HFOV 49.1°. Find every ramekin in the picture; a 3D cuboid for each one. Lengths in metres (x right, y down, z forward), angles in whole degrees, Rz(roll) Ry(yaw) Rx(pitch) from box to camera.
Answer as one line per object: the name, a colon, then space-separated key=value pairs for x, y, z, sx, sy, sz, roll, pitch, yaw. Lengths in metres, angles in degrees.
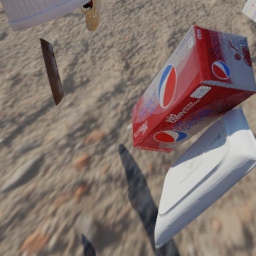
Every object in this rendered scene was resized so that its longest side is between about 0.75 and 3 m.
ramekin: x=-1.771 y=-2.844 z=5.789 sx=1.860 sy=0.976 sz=1.860 roll=-16 pitch=32 yaw=10

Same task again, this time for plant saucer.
plant saucer: x=-1.795 y=-1.340 z=6.710 sx=0.258 sy=1.610 sz=1.610 roll=-14 pitch=48 yaw=-10

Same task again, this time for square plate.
square plate: x=0.863 y=0.485 z=3.433 sx=0.221 sy=1.537 sz=1.551 roll=37 pitch=25 yaw=-2

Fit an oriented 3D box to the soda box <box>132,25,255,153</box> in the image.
soda box: x=0.826 y=-0.410 z=4.577 sx=0.830 sy=2.618 sz=0.917 roll=6 pitch=67 yaw=-16

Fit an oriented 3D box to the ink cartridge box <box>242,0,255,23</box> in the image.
ink cartridge box: x=3.198 y=-2.680 z=6.018 sx=0.576 sy=0.978 sz=1.698 roll=16 pitch=34 yaw=-10

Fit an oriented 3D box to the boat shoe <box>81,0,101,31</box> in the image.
boat shoe: x=-1.197 y=-3.757 z=8.695 sx=0.591 sy=1.604 sz=0.555 roll=36 pitch=48 yaw=26
